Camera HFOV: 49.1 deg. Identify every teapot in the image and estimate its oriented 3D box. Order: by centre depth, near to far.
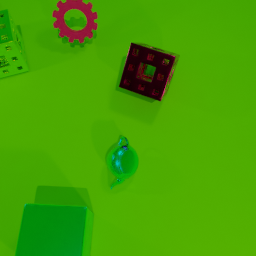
[{"bbox_3d":[-0.176,0.837,6.633,0.813,0.640,1.307,18,76,-40],"label":"teapot"}]

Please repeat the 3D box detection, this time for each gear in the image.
[{"bbox_3d":[-1.401,-2.881,7.478,1.183,1.183,0.219,-4,39,-2],"label":"gear"}]

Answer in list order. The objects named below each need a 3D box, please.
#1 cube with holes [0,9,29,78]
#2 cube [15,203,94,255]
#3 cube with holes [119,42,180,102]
[{"bbox_3d":[-3.534,-2.212,7.572,1.177,1.177,1.177,-16,65,-7],"label":"cube with holes"},{"bbox_3d":[-1.428,2.277,5.727,1.239,1.239,1.239,3,68,1],"label":"cube"},{"bbox_3d":[0.565,-1.456,7.092,1.099,1.099,1.099,20,110,9],"label":"cube with holes"}]
